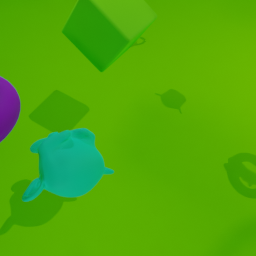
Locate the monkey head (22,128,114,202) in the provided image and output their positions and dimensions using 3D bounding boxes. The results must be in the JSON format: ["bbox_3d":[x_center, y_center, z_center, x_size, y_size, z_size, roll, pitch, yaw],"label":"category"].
[{"bbox_3d":[-1.172,0.659,5.112,1.409,1.959,1.180,-10,89,40],"label":"monkey head"}]

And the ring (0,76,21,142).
[{"bbox_3d":[-2.444,-0.194,3.724,1.934,0.387,1.934,2,42,-2],"label":"ring"}]

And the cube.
[{"bbox_3d":[-0.377,-2.098,5.636,1.176,1.176,1.176,45,53,-8],"label":"cube"}]
